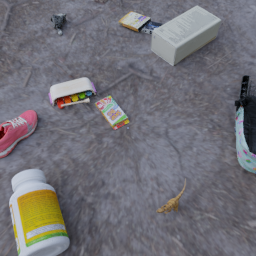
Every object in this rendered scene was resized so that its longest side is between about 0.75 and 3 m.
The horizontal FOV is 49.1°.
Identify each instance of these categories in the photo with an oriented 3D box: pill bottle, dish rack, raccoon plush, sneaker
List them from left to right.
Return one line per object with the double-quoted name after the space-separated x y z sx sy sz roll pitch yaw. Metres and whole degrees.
-3.986 0.055 9.815 0.795 0.936 2.157 26 59 16 "sneaker"
-2.606 2.421 7.983 1.312 1.312 2.363 -19 58 -12 "pill bottle"
-3.228 -5.057 13.662 0.808 0.584 1.206 -21 87 -29 "raccoon plush"
5.294 -1.233 10.945 1.905 0.520 1.461 16 58 10 "dish rack"

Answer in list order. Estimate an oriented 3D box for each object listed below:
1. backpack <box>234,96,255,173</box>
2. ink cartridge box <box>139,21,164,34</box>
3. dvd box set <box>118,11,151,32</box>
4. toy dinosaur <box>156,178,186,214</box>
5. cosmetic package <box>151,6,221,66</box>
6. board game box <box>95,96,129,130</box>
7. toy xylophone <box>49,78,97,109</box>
4.537 0.254 9.291 2.090 1.585 2.505 6 54 17 "backpack"
1.167 -4.830 13.519 1.386 0.272 0.689 15 58 11 "ink cartridge box"
0.316 -5.194 13.615 1.326 0.195 0.971 32 67 32 "dvd box set"
1.420 2.234 8.482 0.408 0.718 1.352 38 59 26 "toy dinosaur"
2.590 -4.200 12.607 2.924 1.069 1.514 -35 63 -20 "cosmetic package"
-0.606 -0.602 10.721 0.686 0.215 1.435 -29 63 -17 "board game box"
-2.185 -1.328 11.021 1.899 0.477 1.390 -9 57 -6 "toy xylophone"
